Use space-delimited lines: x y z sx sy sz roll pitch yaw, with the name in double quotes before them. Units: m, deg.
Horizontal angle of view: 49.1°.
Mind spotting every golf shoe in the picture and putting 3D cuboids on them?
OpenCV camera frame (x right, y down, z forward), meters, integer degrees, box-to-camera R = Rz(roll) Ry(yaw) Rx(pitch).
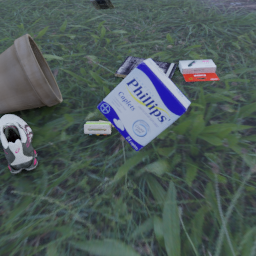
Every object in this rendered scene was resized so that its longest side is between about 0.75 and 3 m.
"golf shoe" -3.551 0.173 8.849 1.064 1.214 2.756 -21 44 -21

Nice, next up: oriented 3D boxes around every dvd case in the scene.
"dvd case" 0.851 -2.669 12.888 2.453 0.196 1.824 13 42 15

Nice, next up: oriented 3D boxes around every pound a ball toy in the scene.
"pound a ball toy" -0.953 0.004 9.703 1.023 0.435 0.667 1 15 1

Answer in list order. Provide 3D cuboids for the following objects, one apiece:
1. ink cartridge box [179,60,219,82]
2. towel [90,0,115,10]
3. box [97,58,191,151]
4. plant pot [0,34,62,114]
"ink cartridge box" 3.228 -2.627 12.737 1.583 0.345 1.374 -3 40 -4
"towel" -1.017 -4.993 11.209 0.833 0.150 0.866 -1 -2 11
"box" 0.386 -0.567 6.850 1.525 1.658 0.870 48 25 0
"plant pot" -4.058 -1.715 10.250 2.337 2.694 2.694 -24 44 -3
